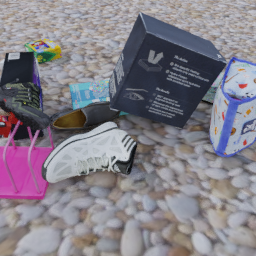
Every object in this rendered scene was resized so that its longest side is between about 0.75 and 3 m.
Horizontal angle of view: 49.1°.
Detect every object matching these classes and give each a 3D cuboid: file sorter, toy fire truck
[{"bbox_3d":[-3.557,0.681,7.721,2.652,1.663,1.843,1,40,1],"label":"file sorter"},{"bbox_3d":[-3.509,-0.221,7.272,1.646,0.401,1.161,11,25,-32],"label":"toy fire truck"}]

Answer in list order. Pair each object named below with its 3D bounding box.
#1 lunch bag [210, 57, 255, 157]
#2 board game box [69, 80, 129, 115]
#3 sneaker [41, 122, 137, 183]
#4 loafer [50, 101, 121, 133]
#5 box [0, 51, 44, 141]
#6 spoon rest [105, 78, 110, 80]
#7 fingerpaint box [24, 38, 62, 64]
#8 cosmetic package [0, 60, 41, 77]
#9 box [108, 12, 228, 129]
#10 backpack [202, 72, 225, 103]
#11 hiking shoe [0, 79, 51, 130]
[{"bbox_3d":[3.471,-0.619,8.853,1.619,2.222,2.614,18,42,22],"label":"lunch bag"},{"bbox_3d":[-0.957,-1.129,10.705,2.372,0.557,1.790,-9,41,-10],"label":"board game box"},{"bbox_3d":[-0.877,0.873,7.933,1.661,1.090,2.887,31,47,34],"label":"sneaker"},{"bbox_3d":[-1.380,-0.325,9.338,2.453,0.893,0.887,-18,9,-9],"label":"loafer"},{"bbox_3d":[-3.608,-1.195,9.731,1.075,1.924,2.726,-6,41,-13],"label":"box"},{"bbox_3d":[-0.458,-1.906,11.762,1.309,0.397,0.650,2,40,1],"label":"spoon rest"},{"bbox_3d":[-4.224,-3.879,13.953,1.286,0.565,1.541,-25,46,-27],"label":"fingerpaint box"},{"bbox_3d":[-4.650,-2.517,12.142,1.502,0.848,0.610,6,40,9],"label":"cosmetic package"},{"bbox_3d":[1.114,-1.750,9.127,2.734,2.780,1.632,15,37,-19],"label":"box"},{"bbox_3d":[3.548,-1.539,10.826,1.657,1.049,1.383,7,43,12],"label":"backpack"},{"bbox_3d":[-2.686,-0.754,7.440,2.139,0.810,1.077,29,67,26],"label":"hiking shoe"}]
